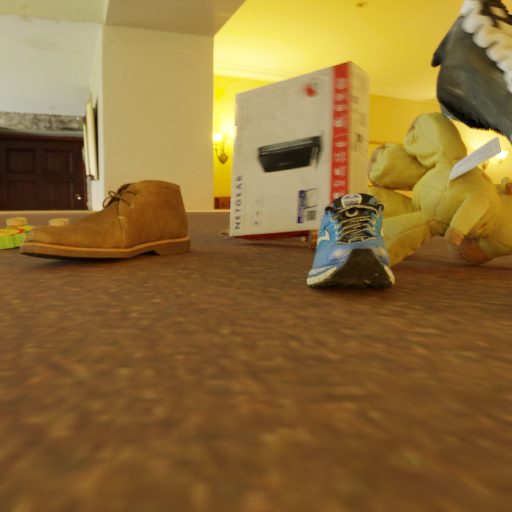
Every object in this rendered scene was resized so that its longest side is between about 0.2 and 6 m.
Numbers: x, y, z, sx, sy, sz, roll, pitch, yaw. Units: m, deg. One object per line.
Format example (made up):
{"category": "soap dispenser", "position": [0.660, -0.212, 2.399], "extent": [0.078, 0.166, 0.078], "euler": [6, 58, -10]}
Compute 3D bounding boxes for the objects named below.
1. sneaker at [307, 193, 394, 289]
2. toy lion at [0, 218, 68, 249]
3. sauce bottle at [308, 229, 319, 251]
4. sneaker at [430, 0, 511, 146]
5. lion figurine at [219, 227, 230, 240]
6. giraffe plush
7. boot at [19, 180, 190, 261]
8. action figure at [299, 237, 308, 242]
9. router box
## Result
{"category": "sneaker", "position": [1.075, -0.202, 6.688], "extent": [0.960, 1.090, 2.445], "euler": [0, 6, 3]}
{"category": "toy lion", "position": [-5.027, -0.397, 11.677], "extent": [1.727, 0.593, 1.655], "euler": [2, 13, 15]}
{"category": "sauce bottle", "position": [1.626, -0.263, 10.457], "extent": [1.284, 0.424, 0.424], "euler": [5, 6, -2]}
{"category": "sneaker", "position": [2.983, -1.971, 7.053], "extent": [0.951, 2.863, 1.295], "euler": [8, -35, -28]}
{"category": "lion figurine", "position": [-0.718, -0.577, 14.010], "extent": [0.424, 0.251, 0.692], "euler": [18, 15, 33]}
{"category": "giraffe plush", "position": [3.076, -0.688, 8.117], "extent": [2.184, 2.324, 2.693], "euler": [20, -13, -26]}
{"category": "boot", "position": [-2.399, -0.597, 9.349], "extent": [1.324, 1.358, 3.598], "euler": [5, 9, 27]}
{"category": "action figure", "position": [1.358, -0.778, 13.203], "extent": [0.849, 0.944, 1.268], "euler": [-2, -11, -21]}
{"category": "router box", "position": [0.857, -2.035, 11.797], "extent": [2.970, 3.310, 0.809], "euler": [-4, -8, 38]}
